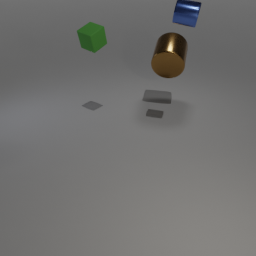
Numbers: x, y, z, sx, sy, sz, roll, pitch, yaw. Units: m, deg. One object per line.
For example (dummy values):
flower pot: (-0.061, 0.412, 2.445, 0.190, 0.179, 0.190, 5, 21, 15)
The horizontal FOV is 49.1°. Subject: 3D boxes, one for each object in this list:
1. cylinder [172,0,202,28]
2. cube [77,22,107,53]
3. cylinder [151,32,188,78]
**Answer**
cylinder: (1.737, -3.401, 8.283, 0.700, 0.700, 0.700, 15, 31, 8)
cube: (-1.265, -3.220, 9.945, 0.700, 0.700, 0.700, 29, 59, 28)
cylinder: (1.784, -3.089, 11.944, 1.400, 1.400, 1.400, 7, 52, 12)
